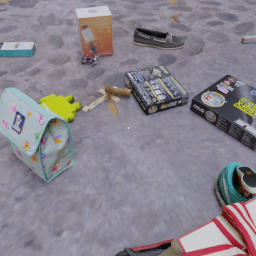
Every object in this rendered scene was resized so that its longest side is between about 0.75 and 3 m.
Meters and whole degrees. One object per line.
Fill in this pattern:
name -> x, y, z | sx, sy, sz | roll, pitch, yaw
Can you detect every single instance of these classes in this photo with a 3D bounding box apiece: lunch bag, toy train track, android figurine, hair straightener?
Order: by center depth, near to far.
hair straightener -> 0.660, 2.987, 6.340 | 2.086, 0.427, 0.803 | -3, 47, -10
lunch bag -> -2.607, 0.128, 7.887 | 1.941, 2.279, 1.390 | 33, 53, 27
android figurine -> -2.595, -0.643, 10.018 | 1.725, 0.354, 1.570 | -26, 51, -26
toy train track -> -0.997, -1.143, 10.546 | 1.029, 0.292, 1.794 | 31, 54, 27

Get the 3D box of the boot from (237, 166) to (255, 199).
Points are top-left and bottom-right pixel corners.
boot -> 2.896, 1.527, 6.602 | 0.459, 0.914, 1.267 | -6, 9, 11

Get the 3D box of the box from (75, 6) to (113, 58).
box -> -1.462, -4.226, 12.437 | 1.447, 1.901, 1.011 | -11, 45, -10

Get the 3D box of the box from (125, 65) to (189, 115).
box -> 1.046, -1.544, 10.769 | 1.744, 0.531, 2.164 | -17, 48, -14

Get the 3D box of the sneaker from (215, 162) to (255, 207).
sneaker -> 3.087, 2.129, 6.683 | 1.158, 1.190, 2.987 | -16, 48, -15

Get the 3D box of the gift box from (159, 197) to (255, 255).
gift box -> 1.891, 2.808, 4.986 | 2.490, 2.325, 2.298 | -24, 63, -21

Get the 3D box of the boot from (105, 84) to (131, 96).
boot -> -0.369, -1.420, 10.479 | 0.947, 0.830, 0.313 | 7, 89, 2

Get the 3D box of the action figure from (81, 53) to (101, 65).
action figure -> -1.619, -2.995, 12.316 | 0.871, 0.302, 0.567 | -3, 62, 11

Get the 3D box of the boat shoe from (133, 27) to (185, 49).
boat shoe -> 1.477, -4.301, 13.351 | 2.513, 0.716, 0.840 | 7, 46, 7

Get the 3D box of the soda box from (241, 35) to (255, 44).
soda box -> 5.989, -4.331, 13.687 | 0.833, 0.285, 0.265 | -8, 46, -8

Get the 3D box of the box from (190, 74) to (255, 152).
box -> 3.946, -0.665, 9.839 | 2.186, 0.604, 2.728 | -32, 53, -27

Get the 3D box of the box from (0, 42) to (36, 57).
box -> -5.137, -3.615, 12.904 | 1.587, 0.390, 0.653 | -1, 45, -1
